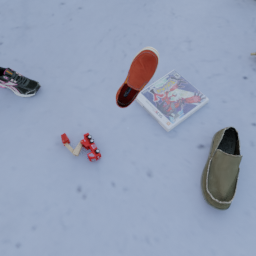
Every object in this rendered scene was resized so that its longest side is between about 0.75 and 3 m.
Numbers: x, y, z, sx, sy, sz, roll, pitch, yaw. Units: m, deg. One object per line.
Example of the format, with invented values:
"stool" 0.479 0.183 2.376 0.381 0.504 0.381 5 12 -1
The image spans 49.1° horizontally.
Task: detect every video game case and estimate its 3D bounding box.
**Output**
"video game case" 1.427 -0.961 9.238 1.840 0.211 1.676 -35 66 -19

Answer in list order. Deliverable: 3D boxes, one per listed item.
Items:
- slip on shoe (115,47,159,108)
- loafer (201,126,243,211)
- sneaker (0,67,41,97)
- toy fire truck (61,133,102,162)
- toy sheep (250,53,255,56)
"slip on shoe" 0.190 -1.075 6.305 0.602 1.624 0.497 27 34 -13
"loafer" 2.602 0.983 7.717 0.942 0.872 2.505 11 60 6
"sneaker" -3.793 -1.591 9.294 1.741 0.752 0.700 14 62 8
"toy fire truck" -1.394 0.563 8.303 0.845 0.292 1.198 -26 64 -14
"toy sheep" 4.958 -2.643 9.935 1.122 0.773 0.773 7 59 20
